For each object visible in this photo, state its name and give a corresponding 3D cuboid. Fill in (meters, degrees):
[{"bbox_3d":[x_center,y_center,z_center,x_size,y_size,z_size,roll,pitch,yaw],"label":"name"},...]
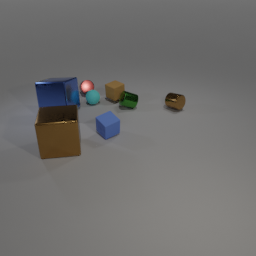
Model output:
[{"bbox_3d":[-2.456,0.106,10.056,1.400,1.400,1.400,-5,29,-8],"label":"cube"},{"bbox_3d":[0.029,-1.334,13.219,0.700,0.700,0.700,13,23,-23],"label":"cylinder"},{"bbox_3d":[-1.720,-1.512,13.676,0.700,0.700,0.700,0,29,0],"label":"ball"},{"bbox_3d":[-0.785,-0.115,10.957,0.700,0.700,0.700,-26,50,-27],"label":"cube"},{"bbox_3d":[-2.176,-2.153,14.721,0.700,0.700,0.700,-9,9,-16],"label":"cylinder"},{"bbox_3d":[2.210,-1.266,13.113,0.700,0.700,0.700,-22,28,-34],"label":"cylinder"},{"bbox_3d":[-3.114,-1.475,12.595,1.400,1.400,1.400,1,18,14],"label":"cube"},{"bbox_3d":[-0.642,-1.863,13.902,0.700,0.700,0.700,-29,42,-34],"label":"cube"}]
